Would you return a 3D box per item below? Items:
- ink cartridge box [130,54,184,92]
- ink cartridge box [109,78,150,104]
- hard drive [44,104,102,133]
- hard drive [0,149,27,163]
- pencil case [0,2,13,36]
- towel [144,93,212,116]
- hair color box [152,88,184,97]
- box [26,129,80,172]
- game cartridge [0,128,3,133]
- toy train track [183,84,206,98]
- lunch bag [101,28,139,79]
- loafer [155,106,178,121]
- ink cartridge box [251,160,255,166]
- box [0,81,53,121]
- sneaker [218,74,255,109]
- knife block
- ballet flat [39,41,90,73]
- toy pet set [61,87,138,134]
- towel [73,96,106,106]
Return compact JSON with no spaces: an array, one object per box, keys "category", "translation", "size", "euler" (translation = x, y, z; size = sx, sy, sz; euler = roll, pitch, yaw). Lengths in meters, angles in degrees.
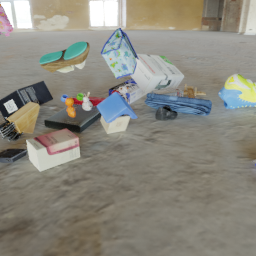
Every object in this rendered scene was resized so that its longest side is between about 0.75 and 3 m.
[{"category":"ink cartridge box","translation":[1.446,-3.004,15.188],"size":[2.619,1.101,1.911],"euler":[-9,53,-42]},{"category":"ink cartridge box","translation":[0.234,-2.079,15.125],"size":[1.292,0.608,2.749],"euler":[14,28,26]},{"category":"hard drive","translation":[-2.162,-0.509,11.987],"size":[1.673,0.394,2.398],"euler":[9,26,19]},{"category":"hard drive","translation":[-3.771,0.881,8.959],"size":[1.043,0.221,0.703],"euler":[-1,20,33]},{"category":"pencil case","translation":[-2.858,-2.463,6.231],"size":[0.372,0.372,0.851],"euler":[-19,71,-36]},{"category":"towel","translation":[2.268,-1.030,12.505],"size":[2.813,0.683,1.571],"euler":[9,4,22]},{"category":"hair color box","translation":[2.048,-1.722,14.545],"size":[1.488,0.451,0.737],"euler":[-10,27,-19]},{"category":"box","translation":[-2.381,0.663,8.991],"size":[1.415,0.771,0.905],"euler":[-18,30,-34]},{"category":"game cartridge","translation":[-5.591,0.270,10.484],"size":[0.993,0.294,1.531],"euler":[15,28,21]},{"category":"toy train track","translation":[3.355,-1.849,14.818],"size":[1.656,0.470,2.888],"euler":[3,26,8]},{"category":"lunch bag","translation":[-0.146,-1.909,7.073],"size":[0.645,0.861,1.012],"euler":[-10,44,25]},{"category":"loafer","translation":[1.686,-0.653,11.810],"size":[0.563,0.582,1.657],"euler":[15,13,31]},{"category":"ink cartridge box","translation":[4.510,1.094,8.676],"size":[1.395,0.274,0.694],"euler":[-13,28,-29]},{"category":"box","translation":[-4.438,-1.175,12.062],"size":[1.598,0.954,1.625],"euler":[-18,12,32]},{"category":"sneaker","translation":[5.473,-1.478,13.262],"size":[2.992,1.572,1.133],"euler":[23,46,-26]},{"category":"knife block","translation":[-4.109,-0.284,10.399],"size":[0.510,1.595,1.400],"euler":[14,-1,27]},{"category":"ballet flat","translation":[-2.511,-2.883,11.963],"size":[2.847,1.030,0.965],"euler":[-9,56,31]},{"category":"toy pet set","translation":[-0.944,-1.071,10.988],"size":[2.652,1.408,2.476],"euler":[-11,51,-29]},{"category":"towel","translation":[-1.595,-1.288,13.005],"size":[1.774,0.276,2.454],"euler":[6,11,-3]}]
